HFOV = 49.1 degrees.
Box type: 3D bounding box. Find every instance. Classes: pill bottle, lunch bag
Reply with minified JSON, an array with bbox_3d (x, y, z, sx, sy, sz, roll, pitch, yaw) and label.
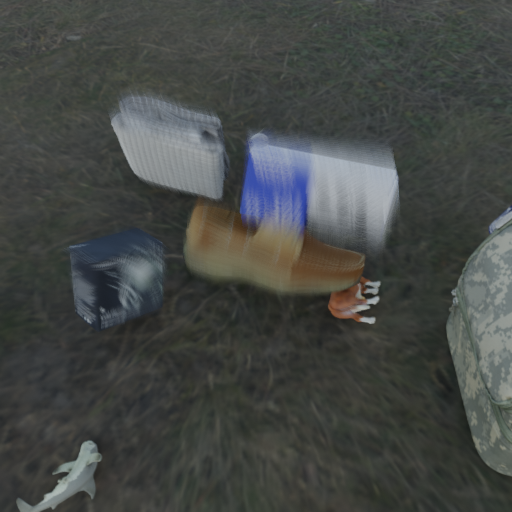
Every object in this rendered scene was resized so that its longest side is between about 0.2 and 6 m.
[{"bbox_3d":[0.073,-2.231,11.836,0.362,0.362,0.653,0,57,0],"label":"pill bottle"},{"bbox_3d":[3.857,1.028,7.321,2.078,2.501,2.982,2,46,2],"label":"lunch bag"}]

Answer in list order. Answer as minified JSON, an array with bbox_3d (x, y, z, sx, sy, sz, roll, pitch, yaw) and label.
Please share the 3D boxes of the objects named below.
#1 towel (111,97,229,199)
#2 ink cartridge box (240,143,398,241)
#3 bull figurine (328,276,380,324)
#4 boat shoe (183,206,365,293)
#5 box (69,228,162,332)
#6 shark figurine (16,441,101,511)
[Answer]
[{"bbox_3d":[-1.501,-2.069,10.568,2.052,1.699,0.878,15,66,8],"label":"towel"},{"bbox_3d":[0.861,-0.900,7.907,2.040,0.959,0.451,12,27,3],"label":"ink cartridge box"},{"bbox_3d":[1.570,0.552,9.156,0.854,0.458,1.407,11,38,9],"label":"bull figurine"},{"bbox_3d":[0.257,-0.173,8.888,2.942,1.086,1.113,8,21,7],"label":"boat shoe"},{"bbox_3d":[-2.108,0.337,8.557,1.193,1.173,0.739,-21,34,-40],"label":"box"},{"bbox_3d":[-2.282,2.905,6.963,0.768,0.537,1.286,-9,25,41],"label":"shark figurine"}]
